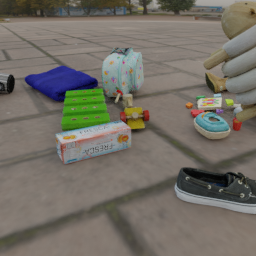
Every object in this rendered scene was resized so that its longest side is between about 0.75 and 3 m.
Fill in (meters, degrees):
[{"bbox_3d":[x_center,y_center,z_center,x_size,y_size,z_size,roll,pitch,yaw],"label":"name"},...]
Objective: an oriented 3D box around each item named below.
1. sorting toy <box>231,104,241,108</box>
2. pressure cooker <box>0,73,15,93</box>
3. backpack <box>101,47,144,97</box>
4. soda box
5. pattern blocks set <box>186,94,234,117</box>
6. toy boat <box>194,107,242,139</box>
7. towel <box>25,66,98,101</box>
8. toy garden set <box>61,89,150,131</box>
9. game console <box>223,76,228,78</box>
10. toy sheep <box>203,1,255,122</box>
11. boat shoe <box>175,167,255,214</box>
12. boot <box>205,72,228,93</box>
[{"bbox_3d":[4.688,-0.936,9.114,2.548,1.361,2.293,-27,17,-18],"label":"sorting toy"},{"bbox_3d":[-5.135,-1.837,11.330,0.899,0.791,0.803,9,-13,-5],"label":"pressure cooker"},{"bbox_3d":[-0.204,-2.113,10.919,1.501,1.721,1.957,10,34,22],"label":"backpack"},{"bbox_3d":[-0.849,0.332,7.081,1.840,0.585,0.629,-12,27,-25],"label":"soda box"},{"bbox_3d":[2.836,-0.851,9.787,1.594,0.147,1.814,-7,23,6],"label":"pattern blocks set"},{"bbox_3d":[2.666,-0.208,8.098,1.478,0.687,1.243,-7,26,-14],"label":"toy boat"},{"bbox_3d":[-2.783,-1.833,11.658,2.080,0.698,2.817,-26,35,-31],"label":"towel"},{"bbox_3d":[-0.780,-0.567,9.051,2.488,0.596,2.985,-5,25,-7],"label":"toy garden set"},{"bbox_3d":[5.665,-2.559,11.969,2.964,2.607,1.725,17,2,30],"label":"game console"},{"bbox_3d":[2.089,-0.876,4.122,1.501,2.177,1.501,-35,8,5],"label":"toy sheep"},{"bbox_3d":[1.954,1.146,5.361,2.071,0.586,0.711,4,26,8],"label":"boat shoe"},{"bbox_3d":[4.272,-2.016,11.794,1.720,0.569,1.506,-11,39,1],"label":"boot"}]
